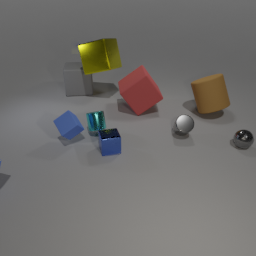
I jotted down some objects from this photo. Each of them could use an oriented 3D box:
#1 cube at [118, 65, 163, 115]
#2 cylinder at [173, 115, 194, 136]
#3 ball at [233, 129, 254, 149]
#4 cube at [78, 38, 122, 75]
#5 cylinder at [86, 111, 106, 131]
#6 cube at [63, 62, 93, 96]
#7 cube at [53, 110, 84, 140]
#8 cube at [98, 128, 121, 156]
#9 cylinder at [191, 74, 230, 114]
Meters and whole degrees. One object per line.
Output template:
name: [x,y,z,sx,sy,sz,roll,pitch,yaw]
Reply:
cube: [0.543,-1.708,12.621,1.400,1.400,1.400,-33,28,14]
cylinder: [2.136,-0.095,10.807,0.700,0.700,0.700,0,-12,0]
ball: [4.214,0.401,10.208,0.700,0.700,0.700,0,30,0]
cube: [-1.295,-3.402,13.294,1.400,1.400,1.400,-5,15,24]
cylinder: [-1.242,-0.282,10.938,0.700,0.700,0.700,-9,8,1]
cube: [-2.581,-2.599,14.740,1.400,1.400,1.400,-3,30,-6]
cube: [-2.146,-0.097,10.205,0.700,0.700,0.700,-35,70,2]
cube: [-0.655,0.501,10.022,0.700,0.700,0.700,-7,30,-13]
cylinder: [3.614,-1.507,12.283,1.400,1.400,1.400,-18,11,4]
